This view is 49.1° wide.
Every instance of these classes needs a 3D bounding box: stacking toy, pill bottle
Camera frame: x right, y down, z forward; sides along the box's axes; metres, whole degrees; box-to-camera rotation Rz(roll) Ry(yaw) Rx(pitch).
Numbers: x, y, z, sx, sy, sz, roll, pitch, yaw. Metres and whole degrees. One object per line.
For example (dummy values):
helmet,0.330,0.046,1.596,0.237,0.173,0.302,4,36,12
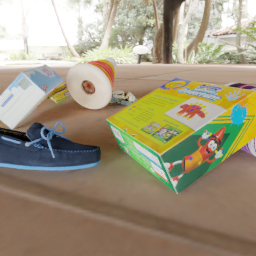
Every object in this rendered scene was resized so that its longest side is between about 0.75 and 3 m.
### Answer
stacking toy,-0.965,-1.891,10.078,1.686,1.686,2.307,6,36,22
pill bottle,2.434,-0.223,5.746,1.280,1.280,2.298,-7,22,-25

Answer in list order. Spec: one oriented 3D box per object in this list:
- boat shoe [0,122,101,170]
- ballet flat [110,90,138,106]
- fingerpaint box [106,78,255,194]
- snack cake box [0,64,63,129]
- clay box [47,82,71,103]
boat shoe,-1.626,0.276,4.839,2.328,0.799,0.980,3,2,-6
ballet flat,-0.151,-1.150,10.507,1.515,0.562,0.562,0,13,-32
fingerpaint box,0.898,-0.054,5.145,1.865,0.820,2.236,-32,25,-14
snack cake box,-2.936,-1.063,8.455,0.834,1.428,2.482,43,11,-14
clay box,-2.365,-1.425,10.630,1.601,0.381,0.920,-32,28,-16
